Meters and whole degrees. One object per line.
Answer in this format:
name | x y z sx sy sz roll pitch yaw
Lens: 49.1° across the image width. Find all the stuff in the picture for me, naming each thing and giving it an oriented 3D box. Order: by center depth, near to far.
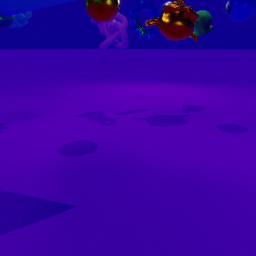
cone | -1.071 -2.414 4.493 1.612 1.606 1.606 13 16 -7
teapot | -3.267 -2.766 6.817 0.682 1.393 0.866 -14 -32 39
ball | -0.645 -3.033 6.840 0.867 0.867 0.867 0 17 0
gear | -3.598 -3.797 8.160 1.728 1.728 0.320 11 47 32
ball | 3.331 -3.564 8.258 0.833 0.833 0.833 0 17 0
knot shape | -0.388 -3.000 8.950 0.595 1.287 1.204 12 18 -42
monkey head | 1.559 -3.562 9.168 1.936 1.166 1.393 13 44 -12
monkey head | -0.658 -3.627 9.603 1.180 0.711 0.849 -27 15 -28
gear | 0.615 -3.877 10.023 1.312 1.312 0.243 -10 7 -29
monkey head | 2.673 -3.905 10.573 1.010 0.846 1.404 -19 22 39
